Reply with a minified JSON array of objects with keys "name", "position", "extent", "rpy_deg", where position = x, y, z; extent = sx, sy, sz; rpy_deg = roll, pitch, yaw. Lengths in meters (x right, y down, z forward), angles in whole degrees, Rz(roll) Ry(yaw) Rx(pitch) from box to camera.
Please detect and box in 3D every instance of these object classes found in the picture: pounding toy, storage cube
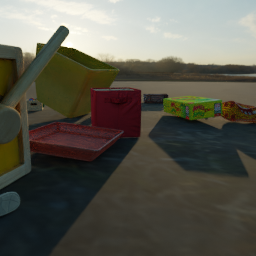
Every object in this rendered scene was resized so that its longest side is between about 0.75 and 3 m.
[{"name":"pounding toy","position":[-4.168,-1.166,12.801],"extent":[0.910,0.647,0.838],"rpy_deg":[-2,12,-12]},{"name":"storage cube","position":[-0.375,-0.451,7.723],"extent":[1.216,1.278,1.422],"rpy_deg":[-3,13,-14]},{"name":"pounding toy","position":[-2.239,-0.324,4.011],"extent":[1.923,2.490,2.705],"rpy_deg":[3,12,14]}]

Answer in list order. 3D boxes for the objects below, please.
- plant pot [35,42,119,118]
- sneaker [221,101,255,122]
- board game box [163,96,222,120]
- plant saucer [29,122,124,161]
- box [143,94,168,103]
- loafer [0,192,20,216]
[{"name":"plant pot","position":[-2.155,-1.762,10.943],"extent":[2.431,2.144,2.431],"rpy_deg":[28,20,15]},{"name":"sneaker","position":[4.096,-0.470,9.750],"extent":[2.032,0.742,0.784],"rpy_deg":[16,0,38]},{"name":"board game box","position":[2.341,-0.810,10.556],"extent":[1.228,0.576,2.418],"rpy_deg":[-8,12,-13]},{"name":"plant saucer","position":[-1.213,0.272,6.189],"extent":[1.851,0.340,1.854],"rpy_deg":[7,13,13]},{"name":"box","position":[1.535,-1.646,15.581],"extent":[1.344,0.504,0.673],"rpy_deg":[-1,11,1]},{"name":"loafer","position":[-1.737,0.976,3.298],"extent":[0.285,0.326,0.906],"rpy_deg":[-13,-4,35]}]
